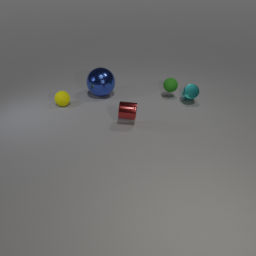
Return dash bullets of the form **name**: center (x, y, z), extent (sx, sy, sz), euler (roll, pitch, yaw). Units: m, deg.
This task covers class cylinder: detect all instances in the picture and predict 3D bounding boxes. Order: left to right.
- **cylinder**: center (-0.011, -0.694, 11.236), extent (0.700, 0.700, 0.700), euler (6, 30, 2)
- **cylinder**: center (2.908, -1.653, 13.101), extent (0.700, 0.700, 0.700), euler (0, -4, 1)

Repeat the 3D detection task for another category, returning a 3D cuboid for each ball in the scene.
- **ball**: center (-3.023, -1.352, 12.892), extent (0.700, 0.700, 0.700), euler (0, 30, 0)
- **ball**: center (-1.319, -2.240, 13.653), extent (1.400, 1.400, 1.400), euler (0, 30, 0)
- **ball**: center (2.060, -2.081, 13.561), extent (0.700, 0.700, 0.700), euler (0, 30, 0)
